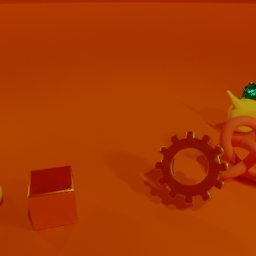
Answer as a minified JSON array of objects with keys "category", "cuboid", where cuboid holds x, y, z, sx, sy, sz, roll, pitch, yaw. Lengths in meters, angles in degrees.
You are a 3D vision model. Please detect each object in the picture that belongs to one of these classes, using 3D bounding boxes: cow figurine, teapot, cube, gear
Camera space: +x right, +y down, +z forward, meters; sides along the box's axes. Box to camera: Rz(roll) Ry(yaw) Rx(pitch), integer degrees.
[{"category":"cow figurine","cuboid":[5.086,-1.140,10.159,1.649,0.920,1.676,-9,30,-25]},{"category":"teapot","cuboid":[3.397,-0.454,8.272,1.036,1.666,0.816,-36,32,19]},{"category":"cube","cuboid":[-1.418,1.303,5.337,0.801,0.801,0.801,-7,27,-13]},{"category":"gear","cuboid":[1.246,0.781,5.570,1.392,1.392,0.257,15,-7,28]}]

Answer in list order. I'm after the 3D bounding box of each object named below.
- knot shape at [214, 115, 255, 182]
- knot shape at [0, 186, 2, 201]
[{"category":"knot shape","cuboid":[2.563,0.456,6.293,1.581,1.480,0.731,10,9,39]},{"category":"knot shape","cuboid":[-2.972,1.209,5.481,1.057,0.522,1.129,47,30,4]}]
